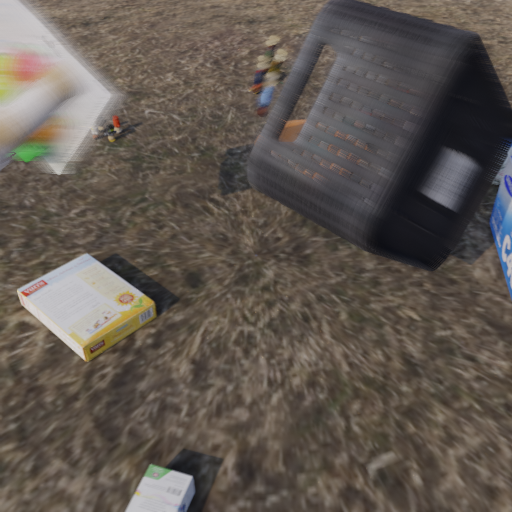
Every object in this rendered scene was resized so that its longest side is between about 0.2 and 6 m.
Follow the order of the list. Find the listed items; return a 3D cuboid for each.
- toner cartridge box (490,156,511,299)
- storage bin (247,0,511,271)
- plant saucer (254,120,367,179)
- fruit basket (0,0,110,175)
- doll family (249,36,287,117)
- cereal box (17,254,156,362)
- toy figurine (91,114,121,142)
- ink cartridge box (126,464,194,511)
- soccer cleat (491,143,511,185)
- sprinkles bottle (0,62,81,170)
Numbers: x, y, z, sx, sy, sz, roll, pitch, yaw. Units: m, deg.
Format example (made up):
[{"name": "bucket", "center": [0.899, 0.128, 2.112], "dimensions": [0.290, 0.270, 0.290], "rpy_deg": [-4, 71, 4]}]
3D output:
[{"name": "toner cartridge box", "center": [4.581, -0.254, 9.194], "dimensions": [0.687, 1.512, 3.183], "rpy_deg": [6, 37, 8]}, {"name": "storage bin", "center": [1.690, -1.232, 6.740], "dimensions": [1.553, 2.239, 3.312], "rpy_deg": [33, 11, 32]}, {"name": "plant saucer", "center": [1.277, -2.607, 13.194], "dimensions": [2.657, 0.429, 2.657], "rpy_deg": [0, 36, 0]}, {"name": "fruit basket", "center": [-2.935, -2.244, 7.482], "dimensions": [1.809, 1.953, 0.915], "rpy_deg": [44, 41, -9]}, {"name": "doll family", "center": [0.220, -3.526, 11.196], "dimensions": [0.649, 0.957, 1.655], "rpy_deg": [26, 58, -3]}, {"name": "cereal box", "center": [-2.667, 0.743, 8.812], "dimensions": [1.855, 0.367, 1.334], "rpy_deg": [30, 46, 33]}, {"name": "toy figurine", "center": [-3.737, -3.159, 13.916], "dimensions": [0.685, 0.476, 0.674], "rpy_deg": [6, 43, 5]}, {"name": "ink cartridge box", "center": [-1.078, 2.772, 6.178], "dimensions": [0.546, 0.329, 0.752], "rpy_deg": [10, 37, 14]}, {"name": "soccer cleat", "center": [4.777, -1.968, 11.973], "dimensions": [2.538, 0.887, 1.096], "rpy_deg": [-9, 45, -9]}, {"name": "sprinkles bottle", "center": [-2.021, -1.221, 4.899], "dimensions": [0.363, 0.363, 1.063], "rpy_deg": [30, 72, 33]}]
